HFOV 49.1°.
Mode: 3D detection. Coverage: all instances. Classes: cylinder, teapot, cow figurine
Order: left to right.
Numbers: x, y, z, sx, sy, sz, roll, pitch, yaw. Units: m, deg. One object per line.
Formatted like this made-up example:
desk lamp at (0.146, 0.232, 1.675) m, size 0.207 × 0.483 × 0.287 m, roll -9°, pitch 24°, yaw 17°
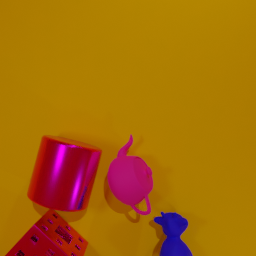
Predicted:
cylinder at (-1.418, 0.987, 6.359) m, size 1.390 × 1.390 × 1.390 m, roll 15°, pitch 89°, yaw 0°
teapot at (0.114, 1.079, 6.420) m, size 0.913 × 1.159 × 1.864 m, roll -27°, pitch 67°, yaw 24°
cow figurine at (1.007, 2.744, 6.390) m, size 0.811 × 1.477 × 1.453 m, roll -6°, pitch 120°, yaw 30°

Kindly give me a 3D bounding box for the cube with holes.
cube with holes at (-1.894, 2.895, 6.373) m, size 1.291 × 1.291 × 1.291 m, roll 43°, pitch 89°, yaw 1°
